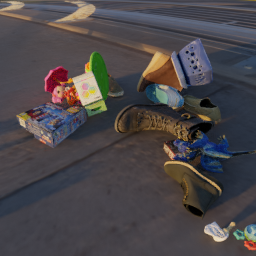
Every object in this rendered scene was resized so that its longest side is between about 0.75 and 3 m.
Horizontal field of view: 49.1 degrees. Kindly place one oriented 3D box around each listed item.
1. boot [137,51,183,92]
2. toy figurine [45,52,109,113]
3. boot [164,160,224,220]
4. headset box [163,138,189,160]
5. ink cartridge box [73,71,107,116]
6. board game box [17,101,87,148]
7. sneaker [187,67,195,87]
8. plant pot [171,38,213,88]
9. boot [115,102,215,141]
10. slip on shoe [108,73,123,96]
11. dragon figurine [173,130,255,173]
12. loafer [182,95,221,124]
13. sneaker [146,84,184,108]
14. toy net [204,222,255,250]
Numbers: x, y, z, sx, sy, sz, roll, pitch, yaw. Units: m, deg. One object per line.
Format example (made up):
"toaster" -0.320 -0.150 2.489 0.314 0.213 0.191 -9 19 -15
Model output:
"boot" 1.518 -2.038 12.097 1.775 2.134 0.772 33 33 2
"toy figurine" -2.447 -1.811 12.484 2.638 2.152 2.866 -6 63 14
"boot" 1.591 1.652 7.843 1.797 0.696 1.243 21 42 31
"headset box" 1.727 0.791 9.448 0.712 0.369 0.956 -10 32 -16
"ink cartridge box" -1.483 -1.325 10.940 0.815 1.570 0.466 -21 -2 0
"board game box" -2.777 -0.308 10.936 2.123 0.655 2.122 23 38 33
"sneaker" 2.538 -2.560 14.004 0.899 1.000 2.431 29 33 33
"plant pot" 2.373 -2.300 10.502 1.206 1.341 1.341 -19 74 12
"boot" 1.310 -0.173 10.090 2.960 1.025 2.577 -18 28 -29
"slip on shoe" -0.891 -2.242 14.019 0.839 0.668 2.206 -12 34 -19
"dragon figurine" 2.731 0.852 8.833 2.787 0.820 1.386 17 34 3
"loafer" 3.120 -0.966 11.894 0.847 0.752 2.229 -19 36 -27
"sneaker" 1.604 -1.619 12.900 1.026 0.972 2.541 2 33 -24
"toy net" 2.553 2.601 6.674 1.434 0.277 0.752 0 35 3
